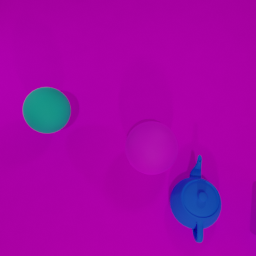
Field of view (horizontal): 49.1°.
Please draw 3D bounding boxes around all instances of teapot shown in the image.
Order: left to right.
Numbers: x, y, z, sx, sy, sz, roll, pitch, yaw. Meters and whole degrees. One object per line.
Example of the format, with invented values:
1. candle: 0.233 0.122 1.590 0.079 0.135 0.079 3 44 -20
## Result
1. teapot: 1.619 1.636 6.533 1.214 0.956 1.953 6 64 0

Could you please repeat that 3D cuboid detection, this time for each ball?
1. ball: -1.971 -0.431 6.837 1.123 1.123 1.123 0 67 0
2. ball: 0.559 0.472 6.677 1.268 1.268 1.268 0 67 0
